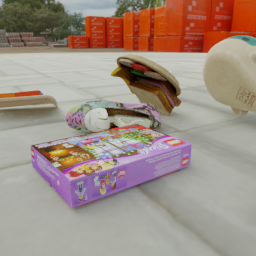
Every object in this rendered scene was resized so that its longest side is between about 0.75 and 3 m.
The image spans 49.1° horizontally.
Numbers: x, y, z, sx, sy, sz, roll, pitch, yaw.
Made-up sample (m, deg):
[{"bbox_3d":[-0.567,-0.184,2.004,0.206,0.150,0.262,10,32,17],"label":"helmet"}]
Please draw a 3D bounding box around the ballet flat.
[{"bbox_3d":[-0.302,-0.213,7.017,2.460,0.850,0.875,-1,25,-14],"label":"ballet flat"}]

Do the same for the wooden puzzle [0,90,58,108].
[{"bbox_3d":[-3.335,-0.877,8.661,2.226,0.414,2.059,-1,1,-13],"label":"wooden puzzle"}]

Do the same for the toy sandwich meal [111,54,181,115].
[{"bbox_3d":[0.533,-1.279,8.363,2.375,0.813,2.375,28,-6,3],"label":"toy sandwich meal"}]

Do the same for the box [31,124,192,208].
[{"bbox_3d":[-0.291,0.500,5.117,2.445,0.478,1.673,-12,21,-35],"label":"box"}]

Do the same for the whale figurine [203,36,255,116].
[{"bbox_3d":[3.467,-1.263,7.438,1.548,2.373,2.983,-33,56,-24],"label":"whale figurine"}]

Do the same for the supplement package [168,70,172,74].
[{"bbox_3d":[1.235,-1.681,10.864,0.886,0.927,0.682,2,34,11],"label":"supplement package"}]
